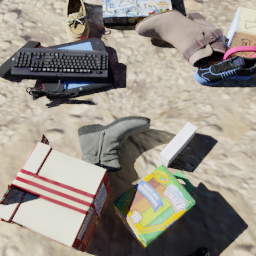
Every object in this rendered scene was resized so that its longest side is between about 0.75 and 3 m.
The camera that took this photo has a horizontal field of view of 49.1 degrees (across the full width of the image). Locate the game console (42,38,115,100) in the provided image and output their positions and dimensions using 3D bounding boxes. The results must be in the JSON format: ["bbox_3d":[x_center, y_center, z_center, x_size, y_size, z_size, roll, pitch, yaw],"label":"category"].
[{"bbox_3d":[-1.673,-1.959,8.994,2.210,0.343,1.954,-13,64,-6],"label":"game console"}]

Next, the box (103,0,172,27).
[{"bbox_3d":[0.316,-4.467,10.186,2.456,0.490,1.681,-1,63,-1],"label":"box"}]

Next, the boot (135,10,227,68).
[{"bbox_3d":[1.814,-2.829,9.100,2.732,0.960,1.997,-14,64,-8],"label":"boot"}]

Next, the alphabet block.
[{"bbox_3d":[3.928,-3.030,9.090,1.161,1.140,1.134,16,65,8],"label":"alphabet block"}]

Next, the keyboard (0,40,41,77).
[{"bbox_3d":[-3.523,-2.207,9.217,0.907,0.345,1.742,21,64,36],"label":"keyboard"}]

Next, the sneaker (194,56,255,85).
[{"bbox_3d":[3.068,-1.861,8.694,1.978,0.770,0.694,-9,64,-5],"label":"sneaker"}]

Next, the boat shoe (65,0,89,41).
[{"bbox_3d":[-1.856,-3.990,9.822,0.826,0.706,2.252,-11,63,-5],"label":"boat shoe"}]

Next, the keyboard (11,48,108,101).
[{"bbox_3d":[-2.073,-1.675,8.558,2.902,0.299,1.844,1,70,-2],"label":"keyboard"}]

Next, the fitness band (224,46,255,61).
[{"bbox_3d":[3.600,-2.271,8.890,1.111,0.798,0.208,-3,62,-3],"label":"fitness band"}]

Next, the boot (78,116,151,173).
[{"bbox_3d":[-0.316,0.522,7.601,2.131,0.722,1.392,-12,68,2],"label":"boot"}]

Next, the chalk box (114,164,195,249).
[{"bbox_3d":[0.749,1.739,6.624,1.884,1.166,1.172,-36,69,-16],"label":"chalk box"}]

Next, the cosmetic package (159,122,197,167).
[{"bbox_3d":[1.356,0.451,7.650,0.322,0.526,1.273,39,69,17],"label":"cosmetic package"}]

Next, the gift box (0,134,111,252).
[{"bbox_3d":[-1.603,1.457,6.299,1.965,2.105,1.942,18,59,11],"label":"gift box"}]

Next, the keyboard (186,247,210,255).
[{"bbox_3d":[1.568,3.584,6.151,2.793,0.358,1.677,-12,63,-7],"label":"keyboard"}]
